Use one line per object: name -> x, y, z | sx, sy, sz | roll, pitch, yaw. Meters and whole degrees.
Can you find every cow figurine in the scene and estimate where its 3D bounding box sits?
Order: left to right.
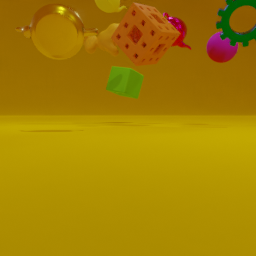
cow figurine -> -0.996, -3.667, 11.430 | 1.673, 1.700, 0.933 | 39, 5, 4

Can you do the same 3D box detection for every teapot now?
teapot -> -1.515, -2.032, 5.895 | 1.771, 1.101, 0.867 | -1, 26, -6
teapot -> -0.528, -3.721, 8.074 | 1.222, 0.599, 0.760 | 32, -17, -34
teapot -> 1.838, -3.691, 10.799 | 0.859, 1.754, 1.091 | -32, 0, -38

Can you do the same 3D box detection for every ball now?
ball -> 3.443, -2.950, 10.255 | 1.100, 1.100, 1.100 | 0, 3, 0

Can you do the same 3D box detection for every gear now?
gear -> 3.093, -2.904, 7.493 | 1.397, 1.397, 0.258 | 1, 32, 16

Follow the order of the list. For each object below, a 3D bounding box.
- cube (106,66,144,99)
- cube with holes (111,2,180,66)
cube -> -0.136, -2.083, 12.878 | 1.127, 1.127, 1.127 | 15, 0, 37
cube with holes -> 0.578, -3.024, 9.175 | 1.334, 1.334, 1.334 | -22, -22, -52
